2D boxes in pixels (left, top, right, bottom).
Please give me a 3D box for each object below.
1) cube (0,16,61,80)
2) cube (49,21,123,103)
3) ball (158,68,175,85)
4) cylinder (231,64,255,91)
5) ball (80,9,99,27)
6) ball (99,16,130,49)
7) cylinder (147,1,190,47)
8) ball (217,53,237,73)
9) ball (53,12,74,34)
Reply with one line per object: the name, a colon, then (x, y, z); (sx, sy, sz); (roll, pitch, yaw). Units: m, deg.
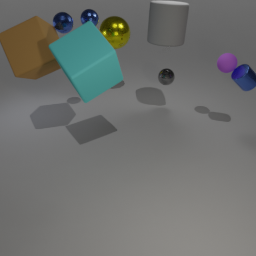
cube: (-2.963, -2.494, 9.007); (1.400, 1.400, 1.400); (-21, 4, 9)
cube: (-1.165, -1.868, 8.100); (1.400, 1.400, 1.400); (-33, 66, -6)
ball: (1.609, -2.147, 11.766); (0.700, 0.700, 0.700); (0, 31, 0)
cylinder: (4.148, -1.778, 9.914); (0.700, 0.700, 0.700); (36, 20, -25)
ball: (-1.471, -4.185, 10.734); (0.700, 0.700, 0.700); (0, 31, 0)
ball: (-0.591, -4.217, 12.422); (1.400, 1.400, 1.400); (0, 31, 0)
cylinder: (1.451, -3.845, 10.276); (1.400, 1.400, 1.400); (3, 29, -1)
ball: (3.576, -2.343, 10.109); (0.700, 0.700, 0.700); (0, 31, 0)
ball: (-2.233, -3.623, 9.650); (0.700, 0.700, 0.700); (0, 31, 0)
